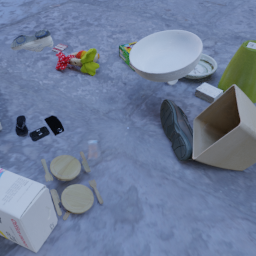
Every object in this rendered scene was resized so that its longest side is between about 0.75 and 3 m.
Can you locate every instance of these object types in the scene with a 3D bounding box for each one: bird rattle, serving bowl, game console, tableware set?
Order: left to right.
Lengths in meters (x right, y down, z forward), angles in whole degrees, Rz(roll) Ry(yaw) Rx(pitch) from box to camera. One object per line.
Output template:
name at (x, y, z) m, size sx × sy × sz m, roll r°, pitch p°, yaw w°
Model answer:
game console at (-2.664, 0.039, 9.083) m, size 1.131 × 0.136 × 0.667 m, roll -30°, pitch 80°, yaw -36°
tableware set at (-1.897, 1.874, 9.266) m, size 1.520 × 0.461 × 2.299 m, roll -9°, pitch 48°, yaw -27°
bird rattle at (-2.563, -3.572, 14.895) m, size 2.416 × 1.361 × 1.970 m, roll 4°, pitch 30°, yaw 23°
serving bowl at (1.572, -2.829, 11.521) m, size 2.944 × 0.968 × 2.944 m, roll -9°, pitch 48°, yaw 10°

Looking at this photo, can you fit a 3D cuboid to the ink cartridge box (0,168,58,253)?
ink cartridge box at (-3.506, 2.127, 7.865) m, size 2.643 × 1.950 × 1.131 m, roll 17°, pitch 45°, yaw 18°

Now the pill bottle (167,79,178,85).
pill bottle at (2.073, -2.674, 14.029) m, size 0.565 × 0.565 × 1.064 m, roll -8°, pitch 44°, yaw -8°

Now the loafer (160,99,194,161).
loafer at (2.045, 0.072, 10.956) m, size 0.919 × 1.050 × 2.923 m, roll 6°, pitch 46°, yaw -23°

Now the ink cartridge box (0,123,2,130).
ink cartridge box at (-6.562, -0.349, 11.630) m, size 2.098 × 0.499 × 2.123 m, roll -22°, pitch 46°, yaw -20°

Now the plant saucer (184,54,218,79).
plant saucer at (3.354, -3.126, 14.483) m, size 2.387 × 0.599 × 2.387 m, roll 1°, pitch 43°, yaw -1°

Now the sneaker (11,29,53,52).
sneaker at (-3.292, -2.862, 9.633) m, size 1.510 × 0.658 × 0.563 m, roll -9°, pitch 57°, yaw 9°

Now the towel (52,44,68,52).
towel at (-4.038, -4.725, 16.583) m, size 0.611 × 0.096 × 0.848 m, roll 21°, pitch 49°, yaw 18°

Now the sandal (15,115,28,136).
sandal at (-4.419, -0.131, 11.520) m, size 0.478 × 0.269 × 1.257 m, roll -15°, pitch 45°, yaw -16°

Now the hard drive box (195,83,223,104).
hard drive box at (3.760, -1.621, 13.028) m, size 1.008 × 0.387 × 0.785 m, roll 34°, pitch 53°, yaw 31°

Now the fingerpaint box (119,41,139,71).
fingerpaint box at (0.602, -4.020, 15.376) m, size 1.589 × 0.699 × 1.905 m, roll -18°, pitch 46°, yaw -18°

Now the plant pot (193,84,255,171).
plant pot at (3.693, 0.237, 9.730) m, size 1.905 × 2.152 × 2.150 m, roll 31°, pitch 42°, yaw -14°

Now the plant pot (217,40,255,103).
plant pot at (5.428, -2.662, 12.722) m, size 2.181 × 2.331 × 2.181 m, roll 0°, pitch 43°, yaw 0°
